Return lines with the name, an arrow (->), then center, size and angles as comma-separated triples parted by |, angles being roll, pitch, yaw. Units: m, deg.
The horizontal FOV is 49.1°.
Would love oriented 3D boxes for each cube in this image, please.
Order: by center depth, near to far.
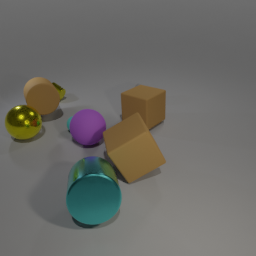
cube -> 0.173, 0.620, 9.117 | 1.400, 1.400, 1.400 | -30, 30, 5
cube -> 0.676, -0.925, 12.118 | 1.400, 1.400, 1.400 | 19, 34, 36

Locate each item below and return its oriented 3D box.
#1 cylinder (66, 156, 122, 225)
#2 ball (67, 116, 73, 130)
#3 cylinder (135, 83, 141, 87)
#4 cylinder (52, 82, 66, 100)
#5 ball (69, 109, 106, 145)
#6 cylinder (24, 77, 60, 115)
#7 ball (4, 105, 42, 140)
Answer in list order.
cylinder -> -0.947, 1.644, 7.634 | 1.400, 1.400, 1.400 | -5, 14, -8
ball -> -2.206, -0.161, 11.691 | 0.700, 0.700, 0.700 | 0, 31, 0
cylinder -> 0.648, -1.785, 14.003 | 0.700, 0.700, 0.700 | 26, 36, 9
cylinder -> -3.659, -1.853, 14.259 | 0.700, 0.700, 0.700 | 34, 39, 11
ball -> -1.543, -0.035, 10.800 | 1.400, 1.400, 1.400 | 0, 31, 0
cylinder -> -3.852, -1.440, 12.451 | 1.400, 1.400, 1.400 | -13, 25, -20
ball -> -4.138, -0.226, 11.114 | 1.400, 1.400, 1.400 | 0, 31, 0
